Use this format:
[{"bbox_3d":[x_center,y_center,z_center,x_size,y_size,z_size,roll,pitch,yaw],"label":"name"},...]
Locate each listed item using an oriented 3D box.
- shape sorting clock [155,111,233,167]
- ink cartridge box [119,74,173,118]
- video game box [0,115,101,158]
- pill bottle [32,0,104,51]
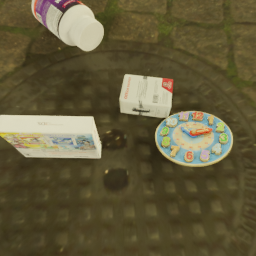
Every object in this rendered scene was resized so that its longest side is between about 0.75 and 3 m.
[{"bbox_3d":[1.854,0.218,7.981,2.149,0.422,2.149,-4,40,3],"label":"shape sorting clock"},{"bbox_3d":[0.584,-1.020,8.932,1.571,0.658,1.134,8,59,4],"label":"ink cartridge box"},{"bbox_3d":[-1.916,0.292,7.388,2.247,2.047,0.526,1,70,0],"label":"video game box"},{"bbox_3d":[-2.084,-3.820,9.851,1.437,1.437,2.579,-40,66,-20],"label":"pill bottle"}]
